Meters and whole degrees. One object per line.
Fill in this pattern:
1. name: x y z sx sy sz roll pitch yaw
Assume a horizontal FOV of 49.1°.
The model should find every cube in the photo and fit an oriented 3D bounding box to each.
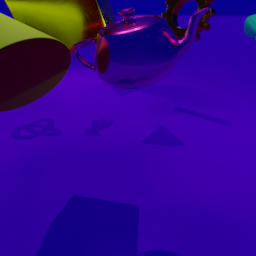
1. cube: -1.048 -2.044 4.580 1.291 1.291 1.291 -14 30 12

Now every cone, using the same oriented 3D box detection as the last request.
1. cone: -1.758 -1.207 3.806 1.421 1.421 1.427 -24 73 -42

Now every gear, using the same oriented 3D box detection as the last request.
1. gear: 1.974 -3.795 9.344 1.877 1.877 0.347 22 17 40

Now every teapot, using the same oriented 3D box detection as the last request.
1. teapot: 0.145 -1.107 3.699 1.894 0.927 1.178 -7 31 14
2. teapot: 3.915 -3.080 8.583 0.777 0.612 1.250 6 54 -3
